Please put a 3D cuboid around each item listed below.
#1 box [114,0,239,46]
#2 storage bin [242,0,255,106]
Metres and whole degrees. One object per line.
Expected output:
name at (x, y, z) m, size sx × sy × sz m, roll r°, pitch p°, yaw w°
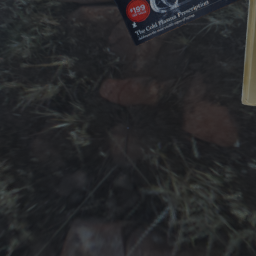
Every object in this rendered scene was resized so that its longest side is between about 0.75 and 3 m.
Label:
box at (0.866, -3.760, 6.389) m, size 2.789 × 2.540 × 1.452 m, roll -21°, pitch 44°, yaw 14°
storage bin at (3.217, -0.928, 4.655) m, size 1.345 × 2.849 × 2.870 m, roll -10°, pitch 32°, yaw -1°
